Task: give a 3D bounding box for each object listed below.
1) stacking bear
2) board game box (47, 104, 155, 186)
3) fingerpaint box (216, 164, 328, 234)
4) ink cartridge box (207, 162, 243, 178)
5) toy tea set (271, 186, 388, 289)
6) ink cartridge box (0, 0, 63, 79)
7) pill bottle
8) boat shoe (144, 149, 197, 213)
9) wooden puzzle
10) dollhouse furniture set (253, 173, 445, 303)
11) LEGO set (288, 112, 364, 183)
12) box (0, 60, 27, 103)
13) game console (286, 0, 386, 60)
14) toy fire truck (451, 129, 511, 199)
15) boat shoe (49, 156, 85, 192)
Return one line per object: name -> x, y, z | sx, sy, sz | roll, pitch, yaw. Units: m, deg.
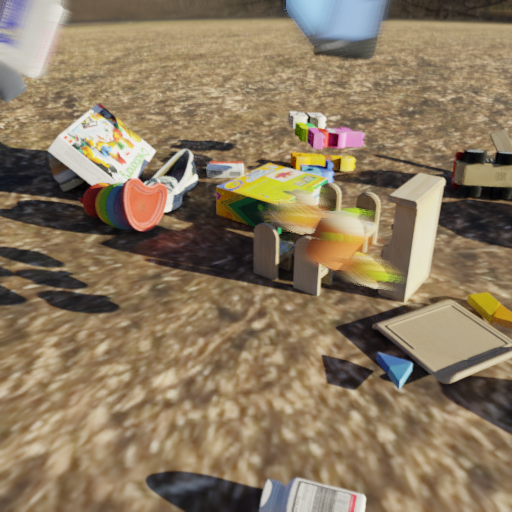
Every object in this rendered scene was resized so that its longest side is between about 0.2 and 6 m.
stacking bear -> -2.606, -0.989, 10.478 | 1.639, 0.932, 0.995 | 10, 3, 37
board game box -> -3.269, -2.299, 12.281 | 1.712, 0.469, 2.712 | 40, 23, -17
fingerpaint box -> 0.327, -1.156, 11.004 | 1.473, 0.647, 1.765 | 20, 34, 31
ink cartridge box -> -0.719, -2.125, 13.218 | 0.832, 0.246, 1.040 | -1, 30, -1
toy tea set -> 0.850, -0.409, 6.577 | 1.095, 0.682, 1.842 | 21, 18, -41
ink cartridge box -> -2.666, -2.743, 6.574 | 0.565, 1.193, 0.221 | 30, 34, -11
pill bottle -> 0.488, 2.247, 4.914 | 0.878, 0.486, 0.486 | 9, 30, 15
boat shoe -> -1.824, -1.533, 11.609 | 0.843, 0.734, 2.288 | 8, 30, 15
wooden puzzle -> 2.503, 1.097, 7.310 | 2.375, 0.278, 1.602 | -10, 26, -18
dollhouse furniture set -> 1.473, -0.548, 8.844 | 2.471, 1.642, 2.166 | 19, 34, 31
LEGO set -> 1.643, -2.377, 12.680 | 1.437, 1.336, 3.503 | 0, 22, -6
box -> -3.593, -2.567, 7.681 | 0.657, 0.646, 0.386 | 32, 60, 22
game console -> 1.534, -4.731, 10.358 | 1.599, 1.108, 1.873 | 10, 66, 12
toy fire truck -> 5.176, -2.064, 12.280 | 1.751, 1.280, 1.989 | 3, 17, 7
boat shoe -> -3.890, -2.271, 12.685 | 0.862, 0.789, 2.307 | -21, 23, 17
